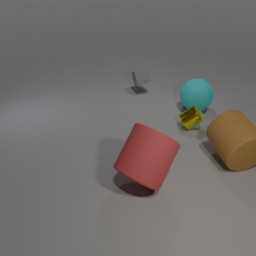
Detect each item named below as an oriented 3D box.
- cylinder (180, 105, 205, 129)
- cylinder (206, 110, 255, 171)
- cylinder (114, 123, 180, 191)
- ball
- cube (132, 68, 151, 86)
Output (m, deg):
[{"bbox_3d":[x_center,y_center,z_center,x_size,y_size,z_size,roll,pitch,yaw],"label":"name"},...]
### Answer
[{"bbox_3d":[2.468,-0.409,10.801,0.700,0.700,0.700,-34,17,27],"label":"cylinder"},{"bbox_3d":[3.409,0.386,8.806,1.400,1.400,1.400,-7,41,-13],"label":"cylinder"},{"bbox_3d":[0.519,0.777,7.711,1.400,1.400,1.400,27,-3,2],"label":"cylinder"},{"bbox_3d":[2.960,-1.423,12.084,1.400,1.400,1.400,0,30,0],"label":"ball"},{"bbox_3d":[0.645,-2.536,13.925,0.700,0.700,0.700,-15,7,-9],"label":"cube"}]
